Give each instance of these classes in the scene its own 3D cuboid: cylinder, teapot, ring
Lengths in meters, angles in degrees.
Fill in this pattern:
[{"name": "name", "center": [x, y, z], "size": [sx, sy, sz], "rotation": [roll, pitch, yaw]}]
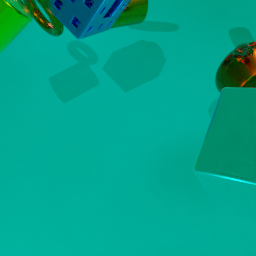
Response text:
[{"name": "cylinder", "center": [-2.663, -2.101, 5.264], "size": [1.205, 1.205, 1.205], "rotation": [-40, 62, 12]}, {"name": "cylinder", "center": [-0.215, -2.975, 6.715], "size": [1.043, 1.043, 1.043], "rotation": [-19, 59, -24]}, {"name": "teapot", "center": [2.321, -0.944, 5.192], "size": [1.294, 2.082, 1.019], "rotation": [-31, 48, 16]}, {"name": "ring", "center": [-2.206, -3.025, 7.234], "size": [1.460, 1.460, 0.292], "rotation": [39, 72, 22]}]

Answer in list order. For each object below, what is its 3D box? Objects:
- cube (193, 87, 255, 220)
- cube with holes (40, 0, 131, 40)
[{"name": "cube", "center": [1.884, 0.409, 3.734], "size": [1.362, 1.362, 1.362], "rotation": [8, 61, 38]}, {"name": "cube with holes", "center": [-0.746, -2.787, 5.383], "size": [1.354, 1.354, 1.354], "rotation": [45, 34, -3]}]
